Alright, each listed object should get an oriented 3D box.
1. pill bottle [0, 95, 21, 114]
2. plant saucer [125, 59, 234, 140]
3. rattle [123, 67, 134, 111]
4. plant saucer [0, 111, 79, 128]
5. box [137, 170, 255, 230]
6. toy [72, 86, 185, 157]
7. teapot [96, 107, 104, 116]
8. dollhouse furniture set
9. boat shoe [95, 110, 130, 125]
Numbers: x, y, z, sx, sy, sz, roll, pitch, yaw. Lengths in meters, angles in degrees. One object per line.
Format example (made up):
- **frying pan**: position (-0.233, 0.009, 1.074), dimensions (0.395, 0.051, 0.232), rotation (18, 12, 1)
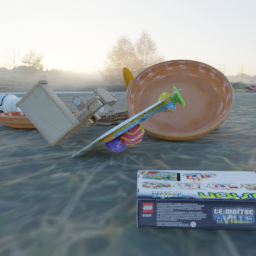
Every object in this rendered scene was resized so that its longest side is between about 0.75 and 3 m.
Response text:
- **pill bottle**: position (-4.939, -0.877, 11.209), dimensions (1.655, 0.919, 0.919), rotation (2, 9, 15)
- **plant saucer**: position (1.320, -0.755, 7.410), dimensions (2.770, 0.518, 2.770), rotation (-5, 52, 7)
- **rattle**: position (1.327, -1.253, 10.655), dimensions (2.827, 2.019, 1.840), rotation (-4, -12, 13)
- **plant saucer**: position (-2.875, -0.302, 9.157), dimensions (2.502, 0.404, 2.502), rotation (0, 7, 0)
- **box**: position (0.927, 0.728, 3.000), dimensions (1.672, 0.290, 0.920), rotation (1, 9, 3)
- **toy**: position (0.115, 0.022, 5.267), dimensions (2.170, 0.512, 1.249), rotation (-35, -1, 19)
- **teapot**: position (-1.397, -0.691, 11.264), dimensions (0.807, 0.590, 0.797), rotation (15, 33, -20)
- **dollhouse furniture set**: position (-1.252, -0.662, 6.983), dimensions (1.384, 1.182, 2.670), rotation (-41, 0, 13)
- **boat shoe**: position (-0.554, -0.372, 9.375), dimensions (1.368, 0.491, 0.518), rotation (-3, 9, -19)
